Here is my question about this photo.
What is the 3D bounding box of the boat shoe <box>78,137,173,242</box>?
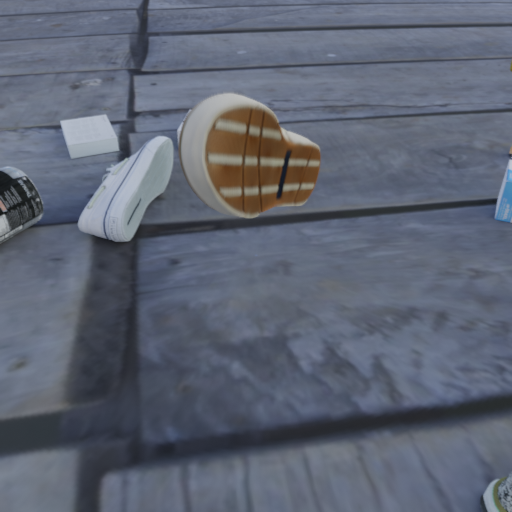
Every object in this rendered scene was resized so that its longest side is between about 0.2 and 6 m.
[{"bbox_3d":[-2.458,-1.446,10.719,0.991,1.092,2.968,8,39,9],"label":"boat shoe"}]

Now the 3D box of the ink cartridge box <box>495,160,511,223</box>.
[{"bbox_3d":[5.321,-1.102,10.443,1.406,0.881,0.904,15,39,18],"label":"ink cartridge box"}]

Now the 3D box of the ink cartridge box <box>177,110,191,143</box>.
[{"bbox_3d":[-1.262,-2.947,13.178,0.905,0.527,1.252,5,37,7],"label":"ink cartridge box"}]

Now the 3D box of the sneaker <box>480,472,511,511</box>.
[{"bbox_3d":[3.489,2.416,5.722,2.180,0.966,0.838,-4,37,-5],"label":"sneaker"}]

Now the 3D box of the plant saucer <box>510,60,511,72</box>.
[{"bbox_3d":[3.495,-2.532,6.727,0.716,0.716,0.174,12,34,21],"label":"plant saucer"}]

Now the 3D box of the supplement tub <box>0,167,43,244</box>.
[{"bbox_3d":[-4.773,-0.685,9.679,1.150,1.150,1.878,22,43,27],"label":"supplement tub"}]

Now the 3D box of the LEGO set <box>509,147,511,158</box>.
[{"bbox_3d":[6.452,-2.230,12.110,0.832,0.673,1.809,-21,42,-25],"label":"LEGO set"}]

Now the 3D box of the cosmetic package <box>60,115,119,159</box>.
[{"bbox_3d":[-3.917,-2.820,13.137,1.099,0.376,1.457,-15,39,-16],"label":"cosmetic package"}]

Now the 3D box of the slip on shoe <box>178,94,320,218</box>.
[{"bbox_3d":[-0.135,-0.981,5.504,0.828,1.040,2.735,19,13,20],"label":"slip on shoe"}]
